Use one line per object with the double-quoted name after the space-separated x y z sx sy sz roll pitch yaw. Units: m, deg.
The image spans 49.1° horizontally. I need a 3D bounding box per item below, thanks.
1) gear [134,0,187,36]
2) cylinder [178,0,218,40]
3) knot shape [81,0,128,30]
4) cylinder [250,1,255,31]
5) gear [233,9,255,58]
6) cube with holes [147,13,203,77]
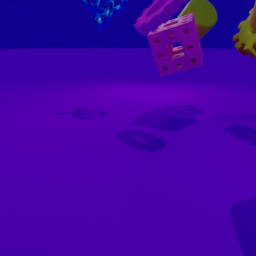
0.868 -3.136 7.470 1.561 0.289 1.561 -35 28 21 "gear"
2.454 -3.899 10.346 1.204 1.204 1.204 -7 -13 -20 "cylinder"
-0.896 -4.345 10.068 1.700 1.591 0.785 16 22 14 "knot shape"
2.590 -2.012 3.917 1.332 1.332 1.332 2 41 -1 "cylinder"
3.820 -2.848 7.498 0.384 2.076 2.076 35 7 -20 "gear"
1.590 -2.709 9.143 1.387 1.387 1.387 -12 27 21 "cube with holes"
